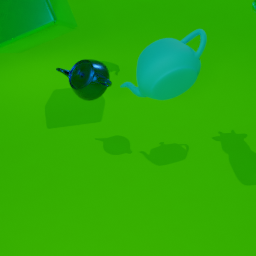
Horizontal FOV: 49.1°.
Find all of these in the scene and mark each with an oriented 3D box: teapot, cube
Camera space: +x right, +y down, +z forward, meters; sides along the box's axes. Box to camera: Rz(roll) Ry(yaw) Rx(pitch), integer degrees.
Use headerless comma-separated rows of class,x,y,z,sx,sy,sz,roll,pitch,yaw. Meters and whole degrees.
teapot,0.458,-0.794,3.751,0.862,1.386,0.678,15,47,-52
cube,-1.941,-2.245,5.007,1.390,1.390,1.390,-19,13,10
teapot,-0.655,-0.773,4.299,1.051,0.653,0.514,18,-2,33

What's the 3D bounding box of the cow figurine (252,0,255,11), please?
cow figurine,2.124,-0.912,3.424,0.920,1.677,1.650,-13,61,6
